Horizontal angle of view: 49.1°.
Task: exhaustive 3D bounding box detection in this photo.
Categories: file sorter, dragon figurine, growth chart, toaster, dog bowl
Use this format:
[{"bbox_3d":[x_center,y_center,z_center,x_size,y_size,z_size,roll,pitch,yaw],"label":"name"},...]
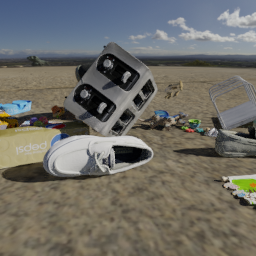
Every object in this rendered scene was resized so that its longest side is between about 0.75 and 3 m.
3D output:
[{"bbox_3d":[4.469,-1.143,11.876,1.695,1.521,2.443,-24,10,17],"label":"file sorter"},{"bbox_3d":[1.365,-0.358,11.710,2.220,0.653,1.104,5,17,14],"label":"dragon figurine"},{"bbox_3d":[3.071,1.467,6.353,1.316,0.161,1.819,-5,16,-14],"label":"growth chart"},{"bbox_3d":[-0.449,-0.984,9.101,1.609,2.452,2.712,38,0,15],"label":"toaster"},{"bbox_3d":[-5.816,-1.040,14.384,1.062,0.472,1.905,8,19,26],"label":"dog bowl"}]

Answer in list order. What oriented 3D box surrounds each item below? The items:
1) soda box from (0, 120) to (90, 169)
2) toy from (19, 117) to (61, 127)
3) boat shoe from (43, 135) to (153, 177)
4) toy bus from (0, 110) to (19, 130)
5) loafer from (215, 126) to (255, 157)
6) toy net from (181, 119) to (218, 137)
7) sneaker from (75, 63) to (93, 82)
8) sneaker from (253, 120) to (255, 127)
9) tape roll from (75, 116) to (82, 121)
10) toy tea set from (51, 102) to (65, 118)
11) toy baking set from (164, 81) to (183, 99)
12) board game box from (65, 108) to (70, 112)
[{"bbox_3d":[-2.578,0.435,8.454,2.752,0.932,0.881,-8,18,-27],"label":"soda box"},{"bbox_3d":[-3.414,-0.165,11.210,1.910,0.451,1.100,6,26,5],"label":"toy"},{"bbox_3d":[-0.670,0.711,7.305,2.910,1.071,0.951,-11,16,-29],"label":"boat shoe"},{"bbox_3d":[-4.690,-0.040,10.121,1.034,0.860,2.641,-7,18,-39],"label":"toy bus"},{"bbox_3d":[3.975,0.401,8.675,2.529,0.882,0.884,-2,16,-6],"label":"loafer"},{"bbox_3d":[2.882,0.020,11.002,0.879,0.324,1.676,-9,19,-30],"label":"toy net"},{"bbox_3d":[-0.716,-2.114,11.770,1.534,1.080,2.889,-8,-2,29],"label":"sneaker"},{"bbox_3d":[5.876,-0.563,12.155,0.719,0.797,1.944,9,19,25],"label":"sneaker"},{"bbox_3d":[-1.611,-0.832,13.356,1.819,0.636,1.819,-1,16,0],"label":"tape roll"},{"bbox_3d":[-2.879,-0.888,13.566,1.831,0.677,1.089,-32,-9,-33],"label":"toy tea set"},{"bbox_3d":[1.674,-1.452,10.365,0.795,0.120,1.036,-27,31,31],"label":"toy baking set"},{"bbox_3d":[-2.533,-1.209,14.917,1.593,0.491,1.592,-4,16,-15],"label":"board game box"}]
